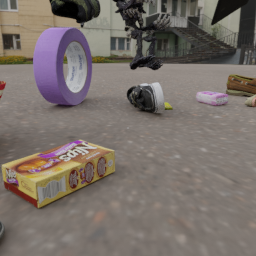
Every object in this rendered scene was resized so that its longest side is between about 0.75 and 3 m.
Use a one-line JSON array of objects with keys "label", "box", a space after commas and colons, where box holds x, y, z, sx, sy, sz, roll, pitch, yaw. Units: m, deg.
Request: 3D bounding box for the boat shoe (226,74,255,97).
[{"label": "boat shoe", "box": [5.845, -1.891, 12.527, 2.913, 0.990, 1.048, 11, 19, 34]}]

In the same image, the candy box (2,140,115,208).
[{"label": "candy box", "box": [-1.025, 0.639, 4.419, 0.891, 0.431, 1.527, 13, 22, 38]}]

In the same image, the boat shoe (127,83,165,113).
[{"label": "boat shoe", "box": [0.487, -1.071, 9.710, 0.963, 1.016, 2.906, -12, 17, -7]}]

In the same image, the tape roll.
[{"label": "tape roll", "box": [-2.318, -2.273, 10.468, 0.915, 2.789, 2.789, 5, 16, 16]}]

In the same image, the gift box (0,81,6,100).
[{"label": "gift box", "box": [-3.890, -0.748, 4.931, 2.772, 2.968, 2.739, -1, 20, -8]}]

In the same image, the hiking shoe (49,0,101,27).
[{"label": "hiking shoe", "box": [-2.087, -4.093, 8.590, 2.469, 0.935, 1.243, 33, 51, 1]}]

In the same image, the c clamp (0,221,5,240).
[{"label": "c clamp", "box": [-2.287, 1.158, 3.030, 1.739, 0.235, 1.485, 9, 13, 35]}]

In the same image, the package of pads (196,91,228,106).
[{"label": "package of pads", "box": [3.291, -1.172, 11.001, 0.668, 0.420, 1.109, -8, 17, -27]}]

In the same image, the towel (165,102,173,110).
[{"label": "towel", "box": [1.334, -0.824, 10.398, 0.494, 0.104, 1.148, 5, 14, -1]}]

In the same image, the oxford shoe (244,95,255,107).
[{"label": "oxford shoe", "box": [4.757, -1.079, 10.749, 0.409, 0.392, 1.108, 7, 17, 32]}]

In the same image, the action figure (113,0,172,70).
[{"label": "action figure", "box": [0.431, -2.973, 7.774, 1.352, 2.649, 1.574, -17, -12, 33]}]

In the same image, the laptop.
[{"label": "laptop", "box": [1.944, -3.148, 5.564, 1.436, 1.534, 0.889, -37, 62, -28]}]
